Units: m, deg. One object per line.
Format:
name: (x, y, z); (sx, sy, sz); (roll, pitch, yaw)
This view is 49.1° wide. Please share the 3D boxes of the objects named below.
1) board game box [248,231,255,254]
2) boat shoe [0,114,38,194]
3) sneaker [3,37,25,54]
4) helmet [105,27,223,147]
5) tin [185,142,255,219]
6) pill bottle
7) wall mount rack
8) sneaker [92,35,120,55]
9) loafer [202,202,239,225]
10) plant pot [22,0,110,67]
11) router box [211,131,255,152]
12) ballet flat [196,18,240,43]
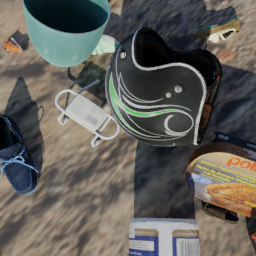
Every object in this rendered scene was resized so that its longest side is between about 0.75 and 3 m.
board game box: (4.684, 3.302, 6.579); (2.833, 0.803, 2.342); (-13, 73, -5)
boat shoe: (-3.178, 0.694, 7.487); (0.978, 0.798, 2.325); (-30, 73, -10)
sneaker: (-3.644, -2.506, 8.914); (0.446, 0.309, 0.797); (-42, 65, -9)
helmet: (0.759, -0.975, 7.041); (2.695, 2.827, 2.827); (17, 71, 21)
tin: (2.907, 1.326, 6.849); (2.982, 1.670, 0.624); (19, 39, 6)
pill bottle: (0.798, 3.491, 6.075); (1.608, 1.608, 2.899); (1, 70, 1)
wall mount rack: (-0.942, -0.541, 7.995); (2.074, 0.773, 1.802); (34, 78, 11)
sneaker: (-1.135, -2.331, 8.628); (1.742, 0.641, 1.027); (11, 65, 14)
loafer: (2.407, 2.165, 7.206); (0.995, 0.355, 0.363); (19, 72, 7)
plant pot: (-1.619, -2.581, 7.250); (2.038, 1.636, 2.038); (8, 60, -14)
router box: (2.937, 0.886, 7.590); (1.545, 0.480, 1.158); (18, 72, 6)
ballet flat: (2.961, -3.080, 9.045); (1.525, 0.517, 0.551); (-18, 90, -10)
